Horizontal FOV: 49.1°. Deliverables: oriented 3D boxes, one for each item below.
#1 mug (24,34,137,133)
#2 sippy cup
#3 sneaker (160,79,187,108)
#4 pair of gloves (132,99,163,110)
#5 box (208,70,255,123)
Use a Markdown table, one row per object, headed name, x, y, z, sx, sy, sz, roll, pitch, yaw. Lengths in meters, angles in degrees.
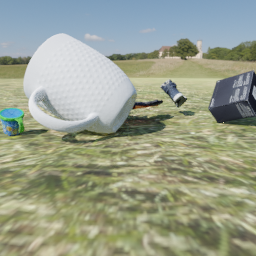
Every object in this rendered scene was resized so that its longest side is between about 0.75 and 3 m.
| name | x | y | z | sx | sy | sz | roll | pitch | yaw |
| --- | --- | --- | --- | --- | --- | --- | --- | --- | --- |
| mug | -1.136 | -0.750 | 6.475 | 2.199 | 1.852 | 2.508 | 31 | 40 | 9 |
| sippy cup | -2.701 | -0.126 | 6.533 | 0.558 | 0.521 | 0.711 | -1 | 31 | -18 |
| sneaker | 1.530 | -1.170 | 9.396 | 0.859 | 0.452 | 1.189 | 51 | 6 | 20 |
| pair of gloves | -0.099 | -0.658 | 8.642 | 2.154 | 0.266 | 1.919 | -5 | 5 | 33 |
| box | 2.977 | -0.858 | 7.773 | 1.108 | 0.633 | 1.217 | -11 | 41 | 44 |
